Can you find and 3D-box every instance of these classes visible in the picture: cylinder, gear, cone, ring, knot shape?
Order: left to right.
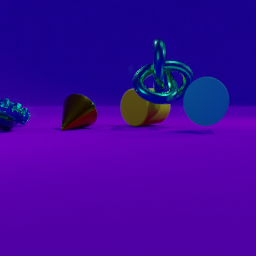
[{"bbox_3d":[-3.470,-0.299,6.571,1.605,0.321,1.605,13,-11,3],"label":"ring"},{"bbox_3d":[-3.595,-0.475,8.157,1.381,0.255,1.381,7,-21,3],"label":"gear"},{"bbox_3d":[-1.460,-0.203,7.202,1.022,1.022,1.026,2,32,20],"label":"cone"},{"bbox_3d":[0.517,-0.631,8.375,1.087,1.087,1.087,5,9,44],"label":"cylinder"},{"bbox_3d":[0.910,-1.473,7.346,1.833,1.715,0.847,-12,3,-43],"label":"knot shape"},{"bbox_3d":[2.110,-0.636,6.777,1.111,1.111,1.116,4,7,41],"label":"cone"}]
